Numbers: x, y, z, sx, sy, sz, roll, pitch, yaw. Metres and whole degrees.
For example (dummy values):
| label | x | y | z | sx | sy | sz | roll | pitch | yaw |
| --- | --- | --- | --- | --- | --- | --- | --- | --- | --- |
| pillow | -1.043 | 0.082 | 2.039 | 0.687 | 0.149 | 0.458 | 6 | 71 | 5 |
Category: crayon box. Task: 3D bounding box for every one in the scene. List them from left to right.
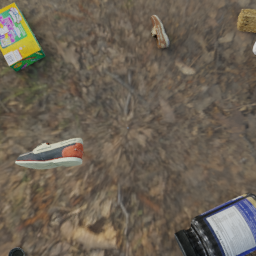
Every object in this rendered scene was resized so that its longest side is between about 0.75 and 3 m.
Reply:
| label | x | y | z | sx | sy | sz | roll | pitch | yaw |
| --- | --- | --- | --- | --- | --- | --- | --- | --- | --- |
| crayon box | -3.649 | -2.936 | 9.060 | 1.123 | 0.551 | 1.890 | -29 | 83 | -4 |

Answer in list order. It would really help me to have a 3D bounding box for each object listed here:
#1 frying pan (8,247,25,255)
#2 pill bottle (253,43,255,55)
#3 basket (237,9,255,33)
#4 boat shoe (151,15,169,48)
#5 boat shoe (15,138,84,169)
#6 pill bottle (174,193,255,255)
| label | x | y | z | sx | sy | sz | roll | pitch | yaw |
| --- | --- | --- | --- | --- | --- | --- | --- | --- | --- |
| frying pan | -3.433 | 3.928 | 8.328 | 0.847 | 0.138 | 0.512 | -42 | 83 | -3 |
| pill bottle | 5.517 | -2.274 | 8.382 | 2.960 | 1.715 | 1.715 | 32 | 83 | 4 |
| basket | 4.057 | -3.578 | 9.312 | 0.762 | 0.568 | 0.544 | 5 | 49 | 1 |
| boat shoe | 0.959 | -3.142 | 9.161 | 0.420 | 0.443 | 1.171 | -22 | 81 | -1 |
| boat shoe | -1.722 | 0.576 | 6.139 | 1.701 | 0.605 | 0.532 | -9 | 68 | 24 |
| pill bottle | 2.668 | 2.935 | 7.816 | 2.536 | 1.418 | 1.418 | -24 | 83 | -3 |
